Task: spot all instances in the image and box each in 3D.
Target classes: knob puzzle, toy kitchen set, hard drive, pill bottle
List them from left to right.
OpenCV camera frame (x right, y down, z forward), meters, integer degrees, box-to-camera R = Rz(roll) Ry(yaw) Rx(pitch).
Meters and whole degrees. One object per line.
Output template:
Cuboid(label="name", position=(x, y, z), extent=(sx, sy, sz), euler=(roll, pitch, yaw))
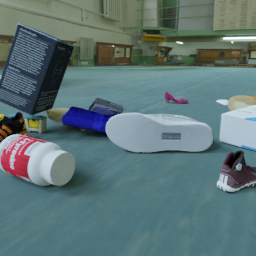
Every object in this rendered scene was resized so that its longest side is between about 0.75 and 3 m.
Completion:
Cuboid(label="toy kitchen set", position=(-3.562, -0.211, 8.744), extent=(1.331, 0.979, 1.662), euler=(5, 17, 17))
Cuboid(label="pill bottle", position=(-1.885, 0.671, 5.763), extent=(1.563, 0.877, 0.877), euler=(10, 18, 32))
Cuboid(label="knob puzzle", position=(-1.972, -0.311, 9.931), extent=(2.198, 0.305, 2.198), euler=(11, 18, -4))
Cuboid(label="hard drive", position=(-0.776, -0.611, 9.417), extent=(0.934, 0.253, 1.336), euler=(16, -16, -17))

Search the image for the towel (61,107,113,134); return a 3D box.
Cuboid(label="towel", position=(-1.101, -0.255, 8.943), extent=(1.838, 0.455, 1.357), euler=(11, 13, -5))

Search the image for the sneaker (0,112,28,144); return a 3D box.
Cuboid(label="sneaker", position=(-3.697, 0.078, 7.863), extent=(0.691, 0.890, 1.977), euler=(7, 17, 24))

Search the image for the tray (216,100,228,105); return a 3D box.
Cuboid(label="tray", position=(4.993, -1.326, 14.353), extent=(0.584, 0.121, 1.087), euler=(-1, 16, -7))

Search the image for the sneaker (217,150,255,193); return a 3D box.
Cuboid(label="sneaker", position=(2.346, 0.781, 5.603), extent=(1.305, 0.754, 0.494), euler=(-10, 19, -33))

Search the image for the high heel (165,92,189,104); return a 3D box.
Cuboid(label="high heel", position=(2.488, -1.549, 14.271), extent=(1.219, 0.586, 0.411), euler=(0, 16, 0))

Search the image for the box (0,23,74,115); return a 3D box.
Cuboid(label="box", position=(-2.836, -1.776, 8.733), extent=(1.255, 2.343, 1.739), euler=(24, 11, 0))

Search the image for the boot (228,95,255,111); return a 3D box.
Cuboid(label="boot", position=(5.517, -0.734, 11.104), extent=(1.850, 0.909, 2.585), euler=(-7, 21, -43))

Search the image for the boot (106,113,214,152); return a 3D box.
Cuboid(label="boot", position=(0.840, 0.092, 7.958), extent=(2.893, 1.064, 1.383), euler=(8, 9, -3))

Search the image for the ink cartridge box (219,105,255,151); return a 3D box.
Cuboid(label="ink cartridge box", position=(3.959, -0.043, 8.291), extent=(2.119, 0.887, 1.538), euler=(-14, 21, -40))
